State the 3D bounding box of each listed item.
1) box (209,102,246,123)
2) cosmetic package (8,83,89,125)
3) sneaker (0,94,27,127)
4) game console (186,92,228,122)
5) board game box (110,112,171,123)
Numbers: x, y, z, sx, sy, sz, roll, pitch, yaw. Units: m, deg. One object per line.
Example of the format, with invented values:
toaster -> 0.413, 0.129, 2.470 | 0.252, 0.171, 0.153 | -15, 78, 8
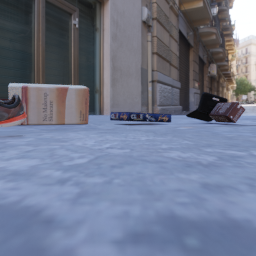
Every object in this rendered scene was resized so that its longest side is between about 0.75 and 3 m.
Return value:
box -> 3.873, -0.613, 11.019 | 0.518, 0.692, 1.382 | 40, -5, -10
cosmetic package -> -3.019, -0.918, 10.742 | 2.865, 1.481, 1.250 | -2, 13, -19
sneaker -> -2.667, -0.288, 5.043 | 1.584, 0.648, 0.610 | -20, 36, -37
game console -> 3.412, -0.875, 12.134 | 1.395, 1.227, 0.812 | 11, 9, -26
board game box -> 0.502, -0.420, 11.100 | 2.028, 0.351, 1.374 | 1, 1, -33
